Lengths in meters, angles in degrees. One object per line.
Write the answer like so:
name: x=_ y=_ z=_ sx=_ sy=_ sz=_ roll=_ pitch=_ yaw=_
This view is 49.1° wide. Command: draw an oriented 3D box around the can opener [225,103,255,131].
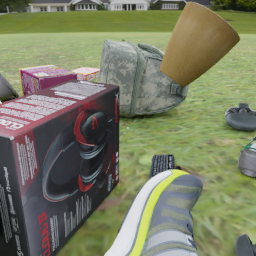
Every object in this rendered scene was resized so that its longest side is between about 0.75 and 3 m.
can opener: x=3.823 y=-0.209 z=7.414 sx=2.476 sy=0.652 sz=0.823 roll=2 pitch=57 yaw=8

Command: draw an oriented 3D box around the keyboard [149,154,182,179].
keyboard: x=0.759 y=0.783 z=5.428 sx=0.638 sy=0.136 sz=1.062 roll=3 pitch=24 yaw=8

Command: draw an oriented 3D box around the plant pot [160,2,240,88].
plant pot: x=1.045 y=-1.241 z=4.556 sx=1.022 sy=1.097 sz=1.022 roll=33 pitch=13 yaw=-9

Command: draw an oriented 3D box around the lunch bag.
lunch bag: x=0.385 y=-1.621 z=8.907 sx=2.504 sy=2.080 sz=2.986 roll=7 pitch=20 yaw=-10

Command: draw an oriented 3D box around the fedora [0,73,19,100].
fedora: x=-4.489 y=-1.406 z=9.614 sx=0.712 sy=1.395 sz=1.577 roll=-42 pitch=43 yaw=-15

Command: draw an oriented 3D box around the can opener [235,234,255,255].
can opener: x=1.518 y=1.712 z=3.003 sx=0.466 sy=0.369 sz=1.401 roll=-31 pitch=13 yaw=19

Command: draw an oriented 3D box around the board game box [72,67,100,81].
board game box: x=-2.027 y=-2.504 z=13.099 sx=1.157 sy=0.354 sz=1.528 roll=9 pitch=24 yaw=21

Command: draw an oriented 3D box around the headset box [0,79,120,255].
headset box: x=-1.050 y=0.511 z=3.816 sx=0.930 sy=1.843 sz=2.480 roll=11 pitch=24 yaw=22

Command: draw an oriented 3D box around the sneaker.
sneaker: x=0.378 y=1.480 z=2.817 sx=1.157 sy=1.056 sz=2.859 roll=17 pitch=35 yaw=21

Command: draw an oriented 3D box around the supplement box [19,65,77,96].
supplement box: x=-2.769 y=-1.495 z=9.738 sx=1.324 sy=1.044 sz=2.022 roll=-16 pitch=27 yaw=-33

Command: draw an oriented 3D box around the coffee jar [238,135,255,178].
coffee jar: x=2.606 y=0.480 z=5.548 sx=0.492 sy=0.601 sz=1.153 roll=18 pitch=27 yaw=36
